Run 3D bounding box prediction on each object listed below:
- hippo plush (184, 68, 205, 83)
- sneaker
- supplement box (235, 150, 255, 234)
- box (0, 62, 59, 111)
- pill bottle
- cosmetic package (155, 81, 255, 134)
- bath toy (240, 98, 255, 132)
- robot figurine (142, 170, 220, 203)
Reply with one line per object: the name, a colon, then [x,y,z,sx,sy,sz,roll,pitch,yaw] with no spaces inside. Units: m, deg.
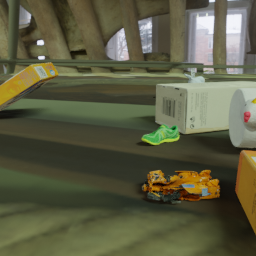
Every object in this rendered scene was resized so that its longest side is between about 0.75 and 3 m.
hippo plush: [3.058,-1.594,11.124,1.185,1.474,1.174,21,45,37]
sneaker: [0.653,0.115,5.713,0.916,0.383,0.339,-9,17,-33]
supplement box: [1.491,0.742,2.615,0.601,0.581,1.746,5,14,10]
box: [-3.367,-1.051,8.190,2.519,0.523,1.500,-30,11,13]
pill bottle: [3.057,-0.159,4.949,2.239,1.274,1.274,2,13,6]
cosmetic package: [2.374,-0.630,7.358,2.992,1.093,1.549,-4,14,-20]
bath toy: [2.100,-0.074,3.451,1.505,0.654,0.556,20,14,39]
robot figurine: [0.625,0.698,3.483,0.902,0.263,0.654,0,11,-1]
